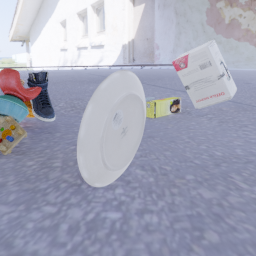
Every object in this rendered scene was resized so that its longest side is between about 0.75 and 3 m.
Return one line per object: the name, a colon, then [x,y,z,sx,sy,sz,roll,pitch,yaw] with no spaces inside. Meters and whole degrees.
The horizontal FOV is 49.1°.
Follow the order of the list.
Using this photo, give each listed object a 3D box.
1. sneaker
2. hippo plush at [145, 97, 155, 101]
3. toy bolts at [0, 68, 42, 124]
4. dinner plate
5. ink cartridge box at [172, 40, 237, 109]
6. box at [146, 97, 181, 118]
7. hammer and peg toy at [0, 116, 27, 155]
sneaker: [-2.561,-1.017,8.311,0.607,1.154,1.597,-11,46,-33]
hippo plush: [-0.236,-1.013,10.610,1.808,1.440,1.453,41,30,-4]
toy bolts: [-3.645,-0.357,8.127,2.597,1.801,2.481,-3,-27,38]
dinner plate: [-0.123,0.052,4.775,0.249,2.051,2.051,15,20,28]
ink cartridge box: [3.101,-2.097,11.289,1.665,2.287,0.970,-16,19,43]
box: [1.403,-0.809,10.746,1.661,0.625,0.416,-15,20,-41]
hammer and peg toy: [-2.938,0.290,6.601,0.756,1.028,0.363,38,-10,23]
